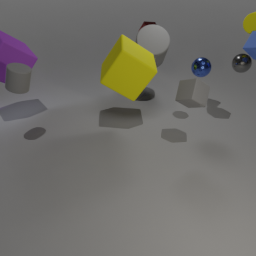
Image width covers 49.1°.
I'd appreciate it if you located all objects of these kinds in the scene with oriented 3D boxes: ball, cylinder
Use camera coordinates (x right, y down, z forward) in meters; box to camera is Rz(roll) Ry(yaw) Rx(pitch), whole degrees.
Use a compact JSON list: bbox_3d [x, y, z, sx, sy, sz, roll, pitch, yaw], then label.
[{"bbox_3d":[2.608,-2.158,9.968,0.700,0.700,0.700,0,29,0],"label":"ball"},{"bbox_3d":[0.996,-3.442,12.022,1.400,1.400,1.400,-2,-12,-3],"label":"cylinder"},{"bbox_3d":[4.474,-3.686,9.765,0.700,0.700,0.700,21,36,33],"label":"cylinder"},{"bbox_3d":[-3.287,-1.491,8.395,0.700,0.700,0.700,15,31,-9],"label":"cylinder"},{"bbox_3d":[4.215,-2.400,10.383,0.700,0.700,0.700,0,29,0],"label":"ball"}]

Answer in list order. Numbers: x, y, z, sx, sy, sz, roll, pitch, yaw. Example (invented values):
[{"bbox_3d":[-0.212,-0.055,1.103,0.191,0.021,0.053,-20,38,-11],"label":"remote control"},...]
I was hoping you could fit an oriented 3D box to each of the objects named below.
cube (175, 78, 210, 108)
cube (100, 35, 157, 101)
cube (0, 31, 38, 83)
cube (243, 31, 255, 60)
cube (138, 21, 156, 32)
[{"bbox_3d":[2.026,-1.077,8.772,0.700,0.700,0.700,22,-12,-36],"label":"cube"},{"bbox_3d":[-0.004,-2.077,9.715,1.400,1.400,1.400,27,33,-22],"label":"cube"},{"bbox_3d":[-4.477,-2.557,10.284,1.400,1.400,1.400,21,20,-51],"label":"cube"},{"bbox_3d":[4.454,-2.765,9.363,0.700,0.700,0.700,30,1,-27],"label":"cube"},{"bbox_3d":[1.052,-4.805,14.005,0.700,0.700,0.700,-9,68,-30],"label":"cube"}]
